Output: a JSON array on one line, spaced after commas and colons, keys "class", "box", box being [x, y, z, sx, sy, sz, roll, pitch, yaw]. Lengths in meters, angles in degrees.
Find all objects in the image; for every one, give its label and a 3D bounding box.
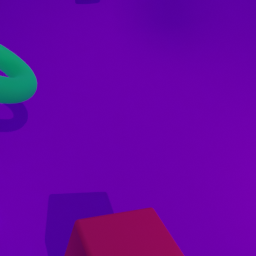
[{"class": "ring", "box": [-2.251, -0.992, 4.172, 1.852, 1.852, 0.370, 40, 108, 15]}, {"class": "cube", "box": [-0.078, 2.250, 4.159, 1.396, 1.396, 1.396, 1, 33, -32]}]
